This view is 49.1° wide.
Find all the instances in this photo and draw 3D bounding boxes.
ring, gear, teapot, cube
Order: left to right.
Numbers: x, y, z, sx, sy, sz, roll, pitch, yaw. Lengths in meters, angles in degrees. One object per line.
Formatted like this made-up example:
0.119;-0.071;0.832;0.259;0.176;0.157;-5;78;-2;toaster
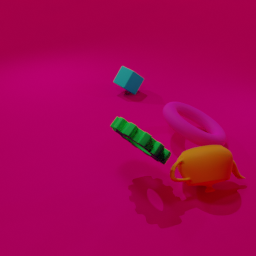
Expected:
0.027;-1.879;11.068;0.744;0.744;0.744;35;8;41;cube
0.274;0.279;6.150;1.432;1.432;0.265;30;82;40;gear
1.919;-0.113;8.102;2.011;0.402;2.011;22;26;-12;ring
1.826;0.950;6.362;2.013;1.252;0.986;-1;73;-22;teapot
